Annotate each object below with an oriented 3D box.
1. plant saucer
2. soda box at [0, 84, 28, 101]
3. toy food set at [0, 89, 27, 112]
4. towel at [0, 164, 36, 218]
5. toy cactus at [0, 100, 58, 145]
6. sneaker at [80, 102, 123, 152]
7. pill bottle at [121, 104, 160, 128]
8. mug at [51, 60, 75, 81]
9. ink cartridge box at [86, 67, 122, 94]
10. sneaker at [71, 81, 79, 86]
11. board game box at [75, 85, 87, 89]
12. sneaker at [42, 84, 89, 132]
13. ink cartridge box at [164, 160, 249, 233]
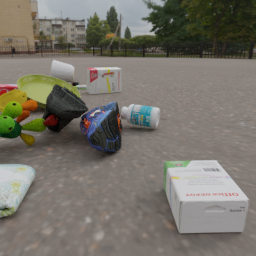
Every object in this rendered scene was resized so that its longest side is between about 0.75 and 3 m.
[{"bbox_3d":[-3.288,-1.453,11.682,2.590,0.402,2.590,17,28,-10],"label":"plant saucer"},{"bbox_3d":[-5.026,-1.558,12.678,2.339,0.742,0.819,3,18,9],"label":"soda box"},{"bbox_3d":[-4.380,-0.876,10.422,1.423,0.465,0.837,-24,65,-9],"label":"toy food set"},{"bbox_3d":[-2.547,1.082,4.863,1.570,0.378,1.344,-1,20,-4],"label":"towel"},{"bbox_3d":[-3.306,0.207,6.677,2.345,1.453,2.842,-11,11,37],"label":"toy cactus"},{"bbox_3d":[-0.775,0.010,7.567,1.112,1.068,2.834,-12,11,4],"label":"sneaker"},{"bbox_3d":[0.378,-0.388,8.741,1.157,0.641,0.641,9,19,16],"label":"pill bottle"},{"bbox_3d":[-4.395,-3.840,19.102,1.454,1.419,1.772,6,23,-8],"label":"mug"},{"bbox_3d":[-1.258,-2.522,14.833,1.769,1.284,0.738,-7,21,-23],"label":"ink cartridge box"},{"bbox_3d":[-3.262,-2.664,17.063,0.486,0.318,0.842,-6,7,-2],"label":"sneaker"},{"bbox_3d":[-2.529,-2.388,16.349,1.013,0.148,0.682,3,17,10],"label":"board game box"},{"bbox_3d":[-1.925,-0.439,8.119,1.114,1.332,2.934,40,-1,-6],"label":"sneaker"},{"bbox_3d":[1.173,1.053,4.558,0.988,0.573,1.364,-1,17,-2],"label":"ink cartridge box"}]
